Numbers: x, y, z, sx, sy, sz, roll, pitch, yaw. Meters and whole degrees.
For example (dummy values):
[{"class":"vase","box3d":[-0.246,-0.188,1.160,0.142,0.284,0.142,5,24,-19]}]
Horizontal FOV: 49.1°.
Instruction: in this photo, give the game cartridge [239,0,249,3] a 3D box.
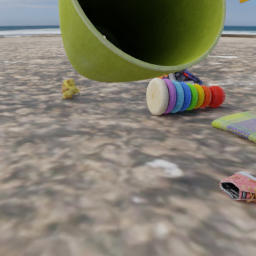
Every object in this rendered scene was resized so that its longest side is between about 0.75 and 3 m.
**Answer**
[{"class":"game cartridge","box3d":[3.334,-3.272,5.888,1.573,0.255,1.387,-43,22,-16]}]

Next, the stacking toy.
[{"class":"stacking toy","box3d":[2.193,-1.142,9.901,2.925,1.249,1.249,-4,22,-21]}]

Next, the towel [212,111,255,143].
[{"class":"towel","box3d":[3.957,0.114,7.866,1.949,0.309,2.714,-12,24,-26]}]

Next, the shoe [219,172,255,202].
[{"class":"shoe","box3d":[2.288,1.192,5.042,0.577,0.453,1.268,-14,20,-27]}]

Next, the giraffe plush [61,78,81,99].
[{"class":"giraffe plush","box3d":[-2.456,-1.513,11.563,0.898,0.775,0.728,38,39,0]}]

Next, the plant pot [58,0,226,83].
[{"class":"plant pot","box3d":[-0.197,-1.905,5.263,2.661,2.661,2.844,-11,-3,-26]}]

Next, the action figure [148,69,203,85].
[{"class":"action figure","box3d":[2.149,-2.083,12.641,2.692,1.408,2.604,16,14,-43]}]
